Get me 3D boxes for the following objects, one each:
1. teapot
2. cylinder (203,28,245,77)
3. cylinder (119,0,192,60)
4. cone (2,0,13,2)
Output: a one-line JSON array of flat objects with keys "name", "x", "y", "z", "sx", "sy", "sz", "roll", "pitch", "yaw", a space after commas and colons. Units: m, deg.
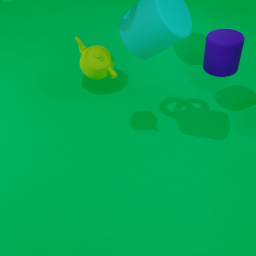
[{"name": "teapot", "x": -0.713, "y": -1.524, "z": 6.228, "sx": 1.230, "sy": 0.602, "sz": 0.765, "roll": 42, "pitch": 74, "yaw": 2}, {"name": "cylinder", "x": 2.426, "y": -1.927, "z": 7.179, "sx": 0.914, "sy": 0.914, "sz": 0.914, "roll": -3, "pitch": 44, "yaw": 3}, {"name": "cylinder", "x": 0.521, "y": -1.998, "z": 5.414, "sx": 1.026, "sy": 1.026, "sz": 1.026, "roll": 15, "pitch": 66, "yaw": -39}, {"name": "cone", "x": -2.664, "y": -3.819, "z": 6.272, "sx": 1.347, "sy": 1.352, "sz": 1.347, "roll": -27, "pitch": 22, "yaw": 12}]
